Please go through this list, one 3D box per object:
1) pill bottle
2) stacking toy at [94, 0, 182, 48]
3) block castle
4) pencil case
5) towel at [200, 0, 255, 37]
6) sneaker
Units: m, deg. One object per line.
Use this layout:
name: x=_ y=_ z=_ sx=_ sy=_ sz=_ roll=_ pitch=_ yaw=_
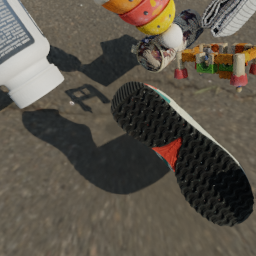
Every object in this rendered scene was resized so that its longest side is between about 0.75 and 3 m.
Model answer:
pill bottle: x=-2.474 y=-1.702 z=5.544 sx=1.495 sy=2.500 sz=1.495 roll=-29 pitch=20 yaw=12
stacking toy: x=0.539 y=-2.775 z=6.439 sx=1.714 sy=2.346 sz=1.714 roll=-33 pitch=35 yaw=27
block castle: x=1.658 y=-1.129 z=5.167 sx=0.966 sy=0.678 sz=1.446 roll=-28 pitch=30 yaw=-35
pencil case: x=1.221 y=-2.572 z=8.044 sx=1.078 sy=0.938 sz=2.410 roll=41 pitch=58 yaw=9
towel: x=2.812 y=-3.275 z=7.172 sx=0.802 sy=1.875 sz=1.553 roll=47 pitch=35 yaw=13
sneaker: x=1.003 y=0.291 z=4.804 sx=2.874 sy=1.012 sz=1.344 roll=45 pitch=20 yaw=3
